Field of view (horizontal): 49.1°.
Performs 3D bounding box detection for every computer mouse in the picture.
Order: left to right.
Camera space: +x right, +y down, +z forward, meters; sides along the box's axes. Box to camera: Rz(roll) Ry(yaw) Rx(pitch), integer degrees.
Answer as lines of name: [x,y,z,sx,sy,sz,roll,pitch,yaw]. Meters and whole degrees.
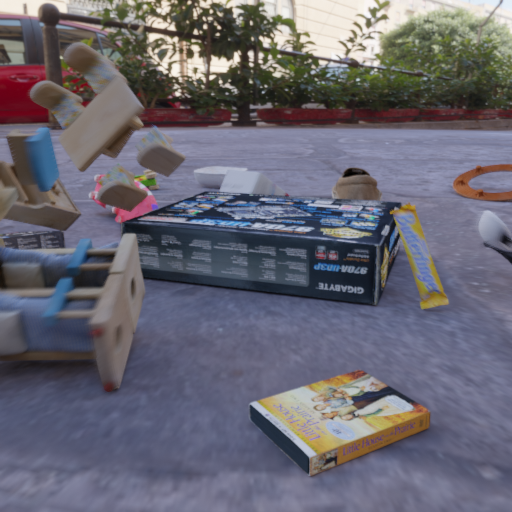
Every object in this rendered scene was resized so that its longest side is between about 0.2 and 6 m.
computer mouse: [3.521,-0.241,8.246,1.331,0.292,0.730,36,16,-49]

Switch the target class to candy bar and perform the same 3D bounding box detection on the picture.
candy bar: [2.104,0.004,7.261,0.355,1.422,0.158,-18,7,24]

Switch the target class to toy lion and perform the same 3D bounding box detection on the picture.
toy lion: [-3.684,-2.211,16.907,1.392,0.499,1.453,-11,18,-10]

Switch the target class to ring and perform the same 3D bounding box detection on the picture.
ring: [6.803,-2.149,15.723,2.450,0.235,2.450,-10,28,6]

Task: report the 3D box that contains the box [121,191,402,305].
box: [0.285,-0.336,9.379,3.987,0.917,3.169,5,17,18]

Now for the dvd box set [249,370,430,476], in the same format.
dvd box set: [0.704,1.370,4.814,1.267,0.186,0.927,-9,17,-28]

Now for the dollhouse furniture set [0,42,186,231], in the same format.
dollhouse furniture set: [-2.881,-1.678,8.493,2.314,2.519,1.639,53,15,19]

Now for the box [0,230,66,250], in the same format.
box: [-4.259,-0.038,8.643,1.630,0.496,2.022,3,11,43]

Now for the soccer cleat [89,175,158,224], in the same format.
soccer cleat: [-2.712,-1.187,12.450,1.151,1.004,3.009,12,8,-39]

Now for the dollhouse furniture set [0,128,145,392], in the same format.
dollhouse furniture set: [-2.163,-0.092,5.372,1.664,2.362,1.655,-2,32,0]

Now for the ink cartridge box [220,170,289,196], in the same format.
ink cartridge box: [0.014,-1.378,12.558,0.991,0.563,1.360,13,-11,39]

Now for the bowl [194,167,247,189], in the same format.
bowl: [-1.080,-2.413,17.324,1.419,0.530,1.421,7,17,22]

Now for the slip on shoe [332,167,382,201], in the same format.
slip on shoe: [2.490,-1.701,13.932,1.289,1.027,3.390,3,16,11]
